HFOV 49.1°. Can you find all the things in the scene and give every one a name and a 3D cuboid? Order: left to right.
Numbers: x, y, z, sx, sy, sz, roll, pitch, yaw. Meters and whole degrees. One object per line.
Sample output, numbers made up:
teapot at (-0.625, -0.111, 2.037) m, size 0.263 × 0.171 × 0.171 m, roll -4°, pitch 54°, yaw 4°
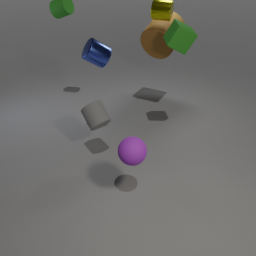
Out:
cylinder at (-2.602, -4.750, 11.032) m, size 0.700 × 0.700 × 0.700 m, roll -5°, pitch 23°, yaw 30°
cylinder at (-0.982, -0.381, 8.590) m, size 0.700 × 0.700 × 0.700 m, roll -28°, pitch -7°, yaw -4°
cylinder at (-0.969, -2.308, 8.641) m, size 0.700 × 0.700 × 0.700 m, roll 22°, pitch 18°, yaw -29°
ball at (0.103, 0.552, 6.701) m, size 0.700 × 0.700 × 0.700 m, roll 0°, pitch 29°, yaw 0°
cylinder at (1.247, -4.273, 10.173) m, size 0.700 × 0.700 × 0.700 m, roll 12°, pitch 31°, yaw 15°
cylinder at (1.427, -3.778, 11.372) m, size 1.400 × 1.400 × 1.400 m, roll 17°, pitch 56°, yaw 28°
cube at (1.626, -2.861, 8.774) m, size 0.700 × 0.700 × 0.700 m, roll 20°, pitch 34°, yaw -22°
